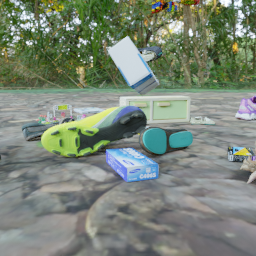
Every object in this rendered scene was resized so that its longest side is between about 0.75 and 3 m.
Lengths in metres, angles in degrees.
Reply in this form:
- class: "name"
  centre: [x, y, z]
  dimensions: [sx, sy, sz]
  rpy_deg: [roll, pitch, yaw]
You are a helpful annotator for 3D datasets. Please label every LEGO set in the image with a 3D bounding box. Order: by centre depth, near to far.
- class: "LEGO set"
  centre: [-2.743, -0.401, 10.629]
  dimensions: [2.351, 0.875, 1.081]
  rpy_deg: [-10, 14, -44]

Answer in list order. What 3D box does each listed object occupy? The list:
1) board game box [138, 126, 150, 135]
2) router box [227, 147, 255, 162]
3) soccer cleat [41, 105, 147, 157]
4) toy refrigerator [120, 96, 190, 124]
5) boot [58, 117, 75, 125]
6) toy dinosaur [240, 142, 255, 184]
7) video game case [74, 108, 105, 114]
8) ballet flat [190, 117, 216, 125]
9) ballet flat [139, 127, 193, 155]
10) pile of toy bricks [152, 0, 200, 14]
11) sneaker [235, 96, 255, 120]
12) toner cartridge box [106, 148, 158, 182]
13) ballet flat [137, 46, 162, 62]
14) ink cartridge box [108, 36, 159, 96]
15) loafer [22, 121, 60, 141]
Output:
- class: "board game box"
  centre: [0.673, 0.121, 9.688]
  dimensions: [0.684, 0.180, 0.894]
  rpy_deg: [-4, 11, -21]
- class: "router box"
  centre: [2.715, 0.638, 6.758]
  dimensions: [0.571, 0.195, 0.765]
  rpy_deg: [3, 11, 17]
- class: "soccer cleat"
  centre: [-0.845, 0.040, 7.274]
  dimensions: [2.747, 0.888, 1.149]
  rpy_deg: [-15, 22, -18]
- class: "toy refrigerator"
  centre: [1.192, -0.796, 12.161]
  dimensions: [2.955, 1.122, 1.034]
  rpy_deg: [-2, 11, -17]
- class: "boot"
  centre: [-1.404, 0.117, 8.312]
  dimensions: [1.375, 0.668, 1.826]
  rpy_deg: [-1, 14, 3]
- class: "toy dinosaur"
  centre: [2.705, 0.752, 5.435]
  dimensions: [0.816, 0.517, 1.204]
  rpy_deg: [31, 35, 19]
- class: "video game case"
  centre: [-2.203, -0.996, 15.969]
  dimensions: [1.386, 0.167, 1.521]
  rpy_deg: [-5, 11, -27]
- class: "ballet flat"
  centre: [3.134, -0.306, 11.682]
  dimensions: [1.037, 0.323, 0.350]
  rpy_deg: [2, 10, 9]
- class: "ballet flat"
  centre: [0.848, 0.347, 7.295]
  dimensions: [2.097, 0.713, 0.717]
  rpy_deg: [4, -5, -44]
- class: "pile of toy bricks"
  centre: [1.434, -3.803, 8.021]
  dimensions: [0.876, 0.985, 1.775]
  rpy_deg: [0, 8, -26]
- class: "sneaker"
  centre: [6.288, -0.991, 13.355]
  dimensions: [2.486, 1.099, 1.000]
  rpy_deg: [-3, 9, -22]
- class: "toner cartridge box"
  centre: [0.041, 0.735, 5.912]
  dimensions: [0.664, 0.302, 1.398]
  rpy_deg: [-4, 11, -21]
- class: "ballet flat"
  centre: [0.375, -2.531, 9.995]
  dimensions: [1.719, 0.628, 0.628]
  rpy_deg: [-4, 7, 27]
- class: "ink cartridge box"
  centre: [0.204, -1.536, 7.301]
  dimensions: [0.633, 1.087, 1.504]
  rpy_deg: [-33, -10, 11]
- class: "loafer"
  centre: [-2.538, 0.140, 9.072]
  dimensions: [1.695, 0.533, 0.609]
  rpy_deg: [-3, -24, -33]
